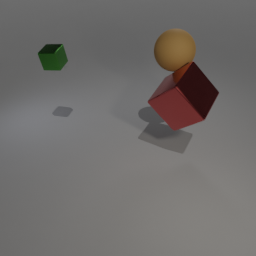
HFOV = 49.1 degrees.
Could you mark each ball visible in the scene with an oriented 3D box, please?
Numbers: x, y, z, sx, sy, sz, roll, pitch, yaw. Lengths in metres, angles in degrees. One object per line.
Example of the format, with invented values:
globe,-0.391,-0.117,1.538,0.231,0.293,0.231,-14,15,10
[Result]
ball,1.573,-2.616,9.452,1.400,1.400,1.400,0,32,0

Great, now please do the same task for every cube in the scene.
cube,-2.685,-2.543,10.064,0.700,0.700,0.700,4,43,16
cube,1.786,-0.990,9.049,1.400,1.400,1.400,-24,24,54
